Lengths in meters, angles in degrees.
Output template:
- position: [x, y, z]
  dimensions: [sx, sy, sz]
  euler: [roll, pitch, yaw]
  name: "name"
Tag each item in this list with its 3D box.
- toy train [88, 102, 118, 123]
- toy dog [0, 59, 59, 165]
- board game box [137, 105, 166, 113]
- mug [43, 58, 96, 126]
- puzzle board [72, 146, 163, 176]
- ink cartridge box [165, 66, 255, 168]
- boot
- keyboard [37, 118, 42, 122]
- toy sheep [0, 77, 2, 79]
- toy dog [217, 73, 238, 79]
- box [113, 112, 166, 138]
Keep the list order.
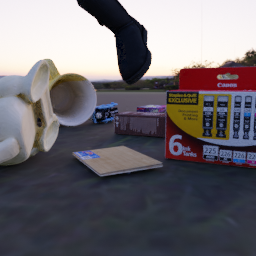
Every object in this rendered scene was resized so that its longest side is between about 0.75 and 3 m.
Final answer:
- position: [-0.876, -0.507, 9.767]
  dimensions: [0.848, 0.643, 1.484]
  euler: [-6, 9, 22]
  name: "toy train"
- position: [-2.626, -0.072, 4.786]
  dimensions: [2.350, 1.640, 2.279]
  euler: [3, 44, 5]
  name: "toy dog"
- position: [1.284, -0.959, 13.793]
  dimensions: [1.108, 0.298, 1.846]
  euler: [8, 11, 23]
  name: "board game box"
- position: [-2.082, -1.179, 9.148]
  dimensions: [1.615, 2.016, 1.655]
  euler: [-2, 11, -30]
  name: "mug"
- position: [-0.229, 0.531, 4.622]
  dimensions: [1.032, 0.119, 1.369]
  euler: [-6, 10, -27]
  name: "puzzle board"
- position: [1.597, -0.240, 4.708]
  dimensions: [1.818, 1.596, 0.762]
  euler: [3, 9, 25]
  name: "ink cartridge box"
- position: [-0.481, -2.924, 8.282]
  dimensions: [1.128, 2.954, 2.482]
  euler: [-31, -52, 33]
  name: "boot"
- position: [-3.409, -0.705, 9.420]
  dimensions: [1.509, 0.245, 2.374]
  euler: [7, 17, -47]
  name: "keyboard"
- position: [-5.343, -1.275, 11.609]
  dimensions: [1.775, 1.775, 2.574]
  euler: [1, 21, 6]
  name: "toy sheep"
- position: [4.516, -1.704, 13.324]
  dimensions: [2.707, 1.948, 2.792]
  euler: [0, 6, -17]
  name: "toy dog"
- position: [0.480, -0.110, 7.308]
  dimensions: [1.540, 0.577, 0.771]
  euler: [3, 9, 26]
  name: "box"
